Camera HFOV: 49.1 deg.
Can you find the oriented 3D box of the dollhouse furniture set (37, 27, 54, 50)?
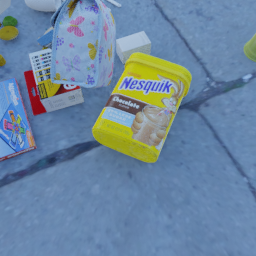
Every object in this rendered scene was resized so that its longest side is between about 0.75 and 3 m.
[{"bbox_3d":[-2.363,-3.529,10.536,1.673,1.092,1.580,-25,36,21],"label":"dollhouse furniture set"}]

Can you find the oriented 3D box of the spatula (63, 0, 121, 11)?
[{"bbox_3d":[-1.503,-5.218,11.560,2.192,0.176,1.524,38,63,17],"label":"spatula"}]

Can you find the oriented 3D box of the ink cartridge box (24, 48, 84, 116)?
[{"bbox_3d":[-2.567,-1.586,9.236,1.722,0.822,1.961,-18,64,-9],"label":"ink cartridge box"}]

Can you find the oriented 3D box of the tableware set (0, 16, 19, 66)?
[{"bbox_3d":[-4.876,-3.286,10.441,1.608,0.366,2.387,-8,61,-7],"label":"tableware set"}]

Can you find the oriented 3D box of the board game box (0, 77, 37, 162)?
[{"bbox_3d":[-3.944,-0.308,8.875,1.421,0.268,2.760,-21,64,-9],"label":"board game box"}]

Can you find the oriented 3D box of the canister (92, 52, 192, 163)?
[{"bbox_3d":[0.453,-0.647,8.516,2.173,1.267,2.926,21,65,11],"label":"canister"}]

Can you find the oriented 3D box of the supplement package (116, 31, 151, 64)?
[{"bbox_3d":[0.191,-2.875,10.013,1.087,0.659,0.651,-21,64,-11],"label":"supplement package"}]

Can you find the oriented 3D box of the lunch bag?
[{"bbox_3d":[-0.966,-2.008,6.432,1.293,1.725,2.034,10,103,5],"label":"lunch bag"}]

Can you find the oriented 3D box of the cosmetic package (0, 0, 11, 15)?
[{"bbox_3d":[-3.489,-3.068,6.521,0.769,1.095,2.159,20,45,-11],"label":"cosmetic package"}]

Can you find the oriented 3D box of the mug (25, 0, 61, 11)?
[{"bbox_3d":[-3.370,-5.289,11.079,1.216,1.024,1.386,0,65,3],"label":"mug"}]

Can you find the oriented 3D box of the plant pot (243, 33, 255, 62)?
[{"bbox_3d":[4.830,-3.067,9.905,1.122,1.031,1.122,0,62,1],"label":"plant pot"}]
